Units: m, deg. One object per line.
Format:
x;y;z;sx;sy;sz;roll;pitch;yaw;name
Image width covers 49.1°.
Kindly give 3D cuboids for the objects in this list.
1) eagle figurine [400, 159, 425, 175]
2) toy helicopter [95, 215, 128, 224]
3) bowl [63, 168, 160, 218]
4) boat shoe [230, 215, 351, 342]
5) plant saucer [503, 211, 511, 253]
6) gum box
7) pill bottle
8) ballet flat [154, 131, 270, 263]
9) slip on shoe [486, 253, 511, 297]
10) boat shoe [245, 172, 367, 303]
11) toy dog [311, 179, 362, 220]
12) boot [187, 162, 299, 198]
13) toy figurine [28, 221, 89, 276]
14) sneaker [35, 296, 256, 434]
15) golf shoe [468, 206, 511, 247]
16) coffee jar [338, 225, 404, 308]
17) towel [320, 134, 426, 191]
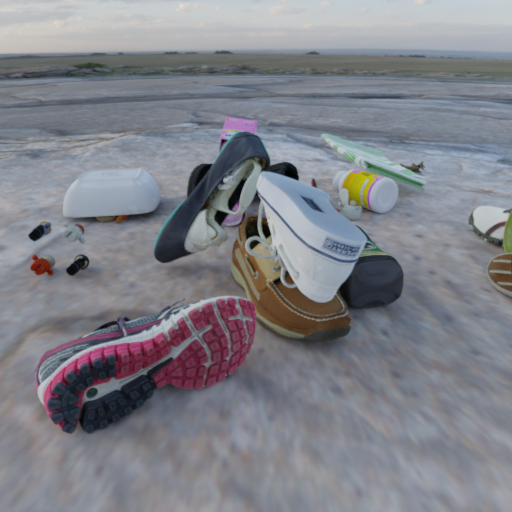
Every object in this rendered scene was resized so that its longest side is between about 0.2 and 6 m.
4.321;-2.441;15.619;0.704;0.531;0.534;-21;-34;30;eagle figurine
-2.914;-1.106;12.079;1.209;0.477;0.800;-35;66;-26;toy helicopter
-3.207;-1.476;12.557;2.036;0.760;2.033;-2;19;-4;bowl
0.334;0.200;8.194;1.141;1.113;3.015;-10;24;-22;boat shoe
4.857;-0.357;9.172;0.247;1.592;1.592;11;13;-35;plant saucer
-0.432;-1.664;11.423;0.651;1.968;1.117;7;35;0;gum box
2.433;-1.526;12.784;0.790;0.790;1.515;-14;26;-31;pill bottle
-0.680;-0.772;9.109;0.982;2.689;0.982;36;11;-8;ballet flat
4.473;0.445;8.378;1.961;0.745;0.594;10;-18;44;slip on shoe
0.505;-0.199;7.242;1.061;1.224;2.871;14;20;-20;boat shoe
1.621;-1.271;12.288;1.471;0.708;0.970;9;24;20;toy dog
-0.241;-1.643;12.797;1.936;0.974;2.590;9;24;22;boot
-3.261;-0.127;9.295;0.917;0.903;0.638;-1;13;1;toy figurine
-1.160;0.993;6.384;2.637;1.063;0.985;-15;24;-30;sneaker
5.040;-0.633;10.214;1.024;1.168;2.652;-11;23;-22;golf shoe
1.557;0.131;8.794;0.955;0.781;1.831;-5;22;-10;coffee jar
2.962;-2.473;14.324;2.006;0.308;2.630;14;22;-21;towel
